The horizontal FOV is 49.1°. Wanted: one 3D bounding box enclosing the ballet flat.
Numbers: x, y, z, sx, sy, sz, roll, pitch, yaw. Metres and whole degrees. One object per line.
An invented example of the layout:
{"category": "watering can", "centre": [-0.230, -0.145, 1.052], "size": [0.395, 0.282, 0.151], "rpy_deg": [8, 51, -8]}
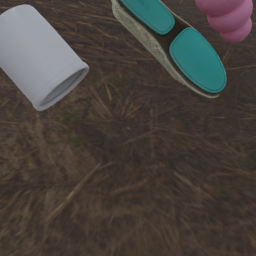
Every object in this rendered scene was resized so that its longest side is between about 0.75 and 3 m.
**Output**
{"category": "ballet flat", "centre": [0.631, -1.367, 4.416], "size": [0.771, 0.713, 2.285], "rpy_deg": [-43, 94, -12]}

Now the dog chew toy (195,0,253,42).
{"category": "dog chew toy", "centre": [2.601, -3.141, 7.285], "size": [1.324, 2.126, 1.324], "rpy_deg": [-24, 41, 23]}

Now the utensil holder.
{"category": "utensil holder", "centre": [-1.737, -1.305, 5.341], "size": [1.536, 1.305, 1.305], "rpy_deg": [48, 53, -4]}
